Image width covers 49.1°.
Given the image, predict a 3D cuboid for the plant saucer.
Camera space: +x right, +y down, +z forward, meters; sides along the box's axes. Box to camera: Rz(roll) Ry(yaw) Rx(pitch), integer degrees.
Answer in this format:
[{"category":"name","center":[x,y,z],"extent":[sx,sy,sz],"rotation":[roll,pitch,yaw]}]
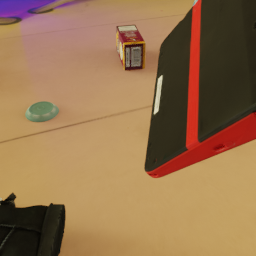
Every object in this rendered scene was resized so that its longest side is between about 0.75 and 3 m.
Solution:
[{"category":"plant saucer","center":[-2.369,-0.493,7.691],"extent":[0.906,0.163,0.906],"rotation":[0,38,0]}]

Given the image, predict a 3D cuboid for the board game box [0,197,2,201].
[{"category":"board game box","center":[-2.509,1.777,4.893],"extent":[0.955,0.124,0.955],"rotation":[-28,46,-30]}]

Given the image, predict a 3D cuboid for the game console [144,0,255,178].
[{"category":"game console","center":[0.568,-0.455,1.954],"extent":[0.223,1.269,1.435],"rotation":[22,57,-18]}]

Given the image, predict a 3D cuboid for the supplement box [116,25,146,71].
[{"category":"supplement box","center":[0.072,-2.917,10.045],"extent":[0.760,0.979,1.774],"rotation":[-6,39,-8]}]

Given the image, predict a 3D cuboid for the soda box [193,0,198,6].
[{"category":"soda box","center":[2.254,-3.311,8.068],"extent":[0.674,1.987,0.637],"rotation":[-7,42,-34]}]

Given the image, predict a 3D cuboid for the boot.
[{"category":"boot","center":[-2.036,1.976,3.975],"extent":[1.968,0.889,2.401],"rotation":[2,38,-2]}]
